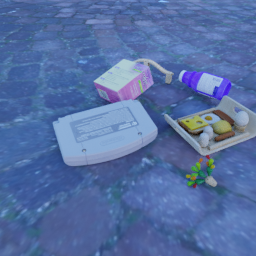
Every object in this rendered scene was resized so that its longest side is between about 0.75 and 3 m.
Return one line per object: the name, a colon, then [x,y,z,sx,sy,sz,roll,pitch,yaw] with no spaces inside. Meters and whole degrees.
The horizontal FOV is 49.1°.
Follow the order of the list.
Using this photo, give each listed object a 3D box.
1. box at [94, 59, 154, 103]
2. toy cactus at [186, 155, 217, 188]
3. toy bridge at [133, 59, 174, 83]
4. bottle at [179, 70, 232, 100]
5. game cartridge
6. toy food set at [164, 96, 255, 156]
box: [-0.143,-1.506,9.283,1.448,0.700,1.273,-42,44,-21]
toy cactus: [1.758,1.090,6.416,0.695,0.843,0.431,38,1,-7]
toy bridge: [0.724,-2.280,10.833,2.159,0.726,0.294,15,35,20]
bottle: [2.609,-1.547,9.676,1.778,0.743,0.580,27,7,34]
game cartridge: [-0.609,0.101,7.610,2.568,0.520,1.712,-16,43,-14]
toy food set: [2.453,-0.224,8.083,2.358,0.712,1.692,-16,39,-21]
